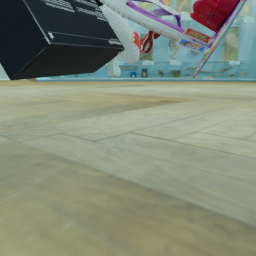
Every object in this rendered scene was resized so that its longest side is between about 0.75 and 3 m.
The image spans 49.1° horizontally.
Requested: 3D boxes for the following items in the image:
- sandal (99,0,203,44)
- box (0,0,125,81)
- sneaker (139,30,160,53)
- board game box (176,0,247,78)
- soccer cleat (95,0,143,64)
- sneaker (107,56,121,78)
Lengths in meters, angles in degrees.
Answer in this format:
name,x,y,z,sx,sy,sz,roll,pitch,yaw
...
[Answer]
name,x,y,z,sx,sy,sz,roll,pitch,yaw
sandal,0.365,-2.349,5.483,2.650,0.651,1.078,37,26,23
box,-1.045,-1.504,3.921,0.790,1.413,2.002,-34,-2,26
sneaker,0.697,-3.136,9.494,0.479,1.223,0.706,34,4,-30
board game box,1.471,-2.173,4.054,0.570,2.314,2.928,29,47,3
soccer cleat,-0.475,-2.970,8.016,1.096,2.574,0.883,-20,-5,-44
sneaker,-0.601,-2.792,12.147,0.459,1.247,0.736,0,-4,23
